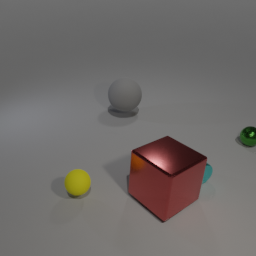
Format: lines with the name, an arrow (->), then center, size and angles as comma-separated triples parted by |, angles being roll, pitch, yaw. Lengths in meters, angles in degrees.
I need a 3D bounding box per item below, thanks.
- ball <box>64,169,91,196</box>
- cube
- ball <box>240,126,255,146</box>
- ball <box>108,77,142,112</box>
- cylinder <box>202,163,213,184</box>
ball -> -1.355, 1.460, 7.540 | 0.700, 0.700, 0.700 | 0, 30, 0
cube -> 1.002, 1.250, 7.371 | 1.400, 1.400, 1.400 | -19, 35, -37
ball -> 4.292, 0.287, 9.824 | 0.700, 0.700, 0.700 | 0, 30, 0
ball -> -0.127, -1.374, 11.541 | 1.400, 1.400, 1.400 | 0, 30, 0
cylinder -> 2.003, 1.192, 8.270 | 0.700, 0.700, 0.700 | -13, 32, -21
